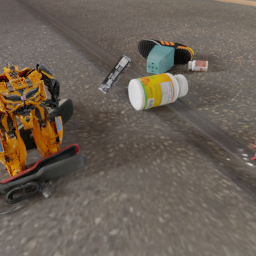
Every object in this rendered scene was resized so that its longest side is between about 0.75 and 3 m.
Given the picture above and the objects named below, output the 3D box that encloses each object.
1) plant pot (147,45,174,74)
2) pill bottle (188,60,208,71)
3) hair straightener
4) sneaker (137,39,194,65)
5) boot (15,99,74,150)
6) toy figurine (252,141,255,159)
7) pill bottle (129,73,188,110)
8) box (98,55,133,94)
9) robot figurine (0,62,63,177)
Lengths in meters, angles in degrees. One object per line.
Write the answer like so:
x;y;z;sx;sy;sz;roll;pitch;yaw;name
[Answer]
1.449;-3.116;13.119;0.955;0.955;1.351;18;45;24;plant pot
3.291;-2.934;13.184;0.858;0.481;0.481;6;35;9;pill bottle
-2.286;1.293;6.900;2.841;0.581;1.093;-21;39;-27;hair straightener
1.931;-3.924;14.315;2.890;1.011;1.300;18;30;19;sneaker
-3.254;-0.320;8.994;1.995;0.954;2.642;14;35;23;boot
4.653;0.444;8.215;1.297;1.142;2.166;38;45;3;toy figurine
1.143;-1.403;10.371;2.028;1.126;1.126;-14;37;-21;pill bottle
-0.448;-2.045;10.624;0.379;1.522;1.201;38;15;-4;box
-2.542;-0.179;6.951;2.138;2.949;0.858;-23;44;-28;robot figurine
